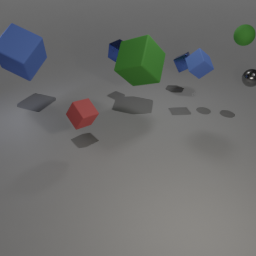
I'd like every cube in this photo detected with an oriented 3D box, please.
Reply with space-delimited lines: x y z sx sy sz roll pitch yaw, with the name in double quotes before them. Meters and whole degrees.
"cube" 2.716 -2.443 10.660 0.700 0.700 0.700 23 47 -38
"cube" 2.776 -3.280 13.941 0.700 0.700 0.700 -19 16 30
"cube" 0.504 -2.694 11.417 1.400 1.400 1.400 -1 69 38
"cube" -0.381 -3.355 12.296 0.700 0.700 0.700 37 51 23
"cube" -4.342 -3.049 11.392 1.400 1.400 1.400 26 69 2
"cube" -1.560 -0.483 9.551 0.700 0.700 0.700 -21 70 -44

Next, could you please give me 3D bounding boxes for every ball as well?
"ball" 3.982 -3.174 9.581 0.700 0.700 0.700 0 30 0
"ball" 4.831 -1.959 10.971 0.700 0.700 0.700 0 30 0
